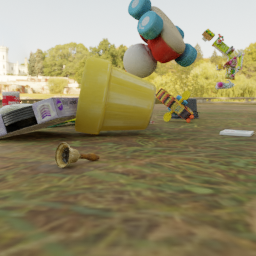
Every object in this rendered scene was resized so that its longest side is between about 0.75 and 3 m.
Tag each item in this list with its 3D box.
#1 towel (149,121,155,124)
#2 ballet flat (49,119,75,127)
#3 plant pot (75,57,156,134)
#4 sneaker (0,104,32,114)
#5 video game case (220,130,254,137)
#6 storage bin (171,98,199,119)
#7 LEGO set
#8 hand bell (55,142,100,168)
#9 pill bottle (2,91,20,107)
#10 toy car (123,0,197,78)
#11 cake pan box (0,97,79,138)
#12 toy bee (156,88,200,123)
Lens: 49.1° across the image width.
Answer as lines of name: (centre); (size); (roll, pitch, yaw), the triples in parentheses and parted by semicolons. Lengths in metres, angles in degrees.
towel: (0.626, -0.235, 13.020); (1.038, 0.155, 0.759); (-4, 5, -38)
ballet flat: (-2.702, -0.605, 12.534); (0.961, 0.964, 2.877); (4, 7, 38)
plant pot: (-0.409, -0.916, 9.429); (2.361, 2.509, 2.509); (11, 5, -8)
sneaker: (-4.839, -0.757, 13.650); (2.774, 0.997, 1.005); (-2, 19, -20)
video game case: (3.665, 0.164, 9.423); (0.941, 0.112, 0.857); (3, 7, 30)
storage bin: (3.310, -1.192, 16.891); (1.790, 1.202, 1.303); (-2, 6, -22)
LEGO set: (3.161, -2.383, 9.067); (1.005, 2.186, 0.814); (-12, -7, -1)
hand bell: (-0.884, 0.542, 5.291); (0.457, 0.457, 0.877); (6, -5, 42)
pill bottle: (-6.083, -1.126, 14.631); (0.863, 1.538, 0.863); (0, 6, 0)
toy car: (0.664, -3.102, 11.193); (2.669, 2.561, 2.895); (23, -54, -41)
cake pan box: (-2.728, -0.353, 8.914); (2.450, 0.696, 2.660); (-17, 2, 17)
toy bee: (2.733, -1.012, 14.081); (2.769, 1.813, 1.505); (9, 28, -15)
